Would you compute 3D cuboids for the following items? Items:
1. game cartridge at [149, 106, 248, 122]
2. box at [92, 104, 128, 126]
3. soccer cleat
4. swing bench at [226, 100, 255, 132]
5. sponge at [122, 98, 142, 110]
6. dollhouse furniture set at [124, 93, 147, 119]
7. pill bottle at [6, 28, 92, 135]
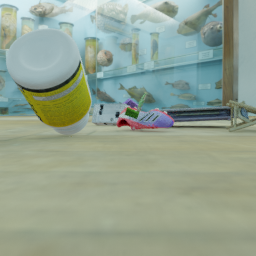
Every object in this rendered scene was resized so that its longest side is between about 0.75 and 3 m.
[{"bbox_3d":[2.159,-0.427,9.146,2.891,0.555,1.874,-3,-2,8],"label":"game cartridge"},{"bbox_3d":[-0.619,-0.468,9.866,1.241,0.724,0.373,2,-12,22],"label":"box"},{"bbox_3d":[0.414,-0.159,7.172,1.700,0.650,0.567,14,-27,43],"label":"soccer cleat"},{"bbox_3d":[3.144,-0.299,7.113,1.182,0.767,1.176,0,2,16],"label":"swing bench"},{"bbox_3d":[0.103,-0.778,10.423,0.489,0.131,0.877,-36,-34,17],"label":"sponge"},{"bbox_3d":[0.186,-0.544,6.835,0.319,0.413,0.827,23,42,1],"label":"dollhouse furniture set"},{"bbox_3d":[-1.287,-0.685,5.120,1.130,1.130,2.010,0,-28,2],"label":"pill bottle"}]
